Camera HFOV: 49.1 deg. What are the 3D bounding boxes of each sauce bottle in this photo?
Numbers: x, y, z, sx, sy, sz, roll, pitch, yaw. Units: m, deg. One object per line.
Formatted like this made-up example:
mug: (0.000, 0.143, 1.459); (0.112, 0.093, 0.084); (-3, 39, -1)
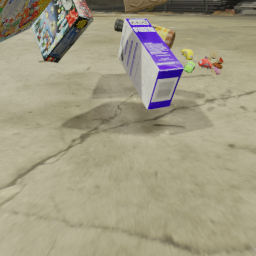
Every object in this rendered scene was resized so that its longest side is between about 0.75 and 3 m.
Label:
sauce bottle: (0.460, -2.763, 8.100); (1.786, 0.589, 0.589); (21, 31, 11)

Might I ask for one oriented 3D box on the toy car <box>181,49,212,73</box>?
toy car: (1.783, -1.784, 7.605); (0.991, 0.221, 0.933); (32, 47, 9)

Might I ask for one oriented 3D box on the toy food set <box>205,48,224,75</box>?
toy food set: (2.762, -2.063, 8.983); (0.184, 0.744, 1.171); (-35, 5, 46)

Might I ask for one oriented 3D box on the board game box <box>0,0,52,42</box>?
board game box: (-2.145, -2.326, 5.069); (2.897, 0.496, 1.948); (-17, 22, 49)

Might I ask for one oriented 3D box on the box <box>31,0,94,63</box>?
box: (-2.236, -3.671, 8.291); (0.567, 1.945, 2.841); (-3, 64, -50)

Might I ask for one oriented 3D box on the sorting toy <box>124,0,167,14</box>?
sorting toy: (0.515, -4.449, 8.813); (1.445, 1.561, 0.285); (-17, 61, -3)

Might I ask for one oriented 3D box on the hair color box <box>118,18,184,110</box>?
hair color box: (0.461, -1.603, 6.793); (0.691, 1.165, 2.131); (-11, 52, -21)
